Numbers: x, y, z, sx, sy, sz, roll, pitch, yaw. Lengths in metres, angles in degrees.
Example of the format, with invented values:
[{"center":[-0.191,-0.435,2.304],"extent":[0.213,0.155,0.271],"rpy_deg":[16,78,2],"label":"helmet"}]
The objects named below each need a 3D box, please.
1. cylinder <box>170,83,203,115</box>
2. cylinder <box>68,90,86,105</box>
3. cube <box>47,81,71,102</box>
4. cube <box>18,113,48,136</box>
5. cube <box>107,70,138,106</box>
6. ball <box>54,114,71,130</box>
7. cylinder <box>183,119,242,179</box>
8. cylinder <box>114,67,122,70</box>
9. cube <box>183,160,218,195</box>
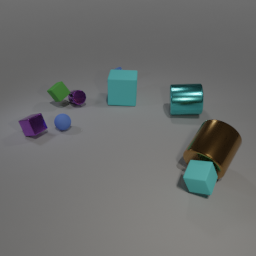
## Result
[{"center":[2.627,-1.302,12.763],"extent":[1.400,1.400,1.400],"rpy_deg":[-1,30,7],"label":"cylinder"},{"center":[-2.507,-1.520,13.779],"extent":[0.700,0.700,0.700],"rpy_deg":[-17,16,-27],"label":"cylinder"},{"center":[-3.336,-1.744,13.497],"extent":[0.700,0.700,0.700],"rpy_deg":[-47,26,-22],"label":"cube"},{"center":[-3.852,-0.133,11.380],"extent":[0.700,0.700,0.700],"rpy_deg":[-5,23,37],"label":"cube"},{"center":[-0.257,-2.041,14.107],"extent":[1.400,1.400,1.400],"rpy_deg":[3,30,2],"label":"cube"},{"center":[-2.744,-0.259,11.773],"extent":[0.700,0.700,0.700],"rpy_deg":[0,30,0],"label":"ball"},{"center":[2.721,0.684,9.049],"extent":[1.400,1.400,1.400],"rpy_deg":[22,61,33],"label":"cylinder"},{"center":[-0.554,-3.087,16.319],"extent":[0.700,0.700,0.700],"rpy_deg":[-24,26,13],"label":"cylinder"},{"center":[2.153,1.457,8.302],"extent":[0.700,0.700,0.700],"rpy_deg":[2,44,37],"label":"cube"}]
